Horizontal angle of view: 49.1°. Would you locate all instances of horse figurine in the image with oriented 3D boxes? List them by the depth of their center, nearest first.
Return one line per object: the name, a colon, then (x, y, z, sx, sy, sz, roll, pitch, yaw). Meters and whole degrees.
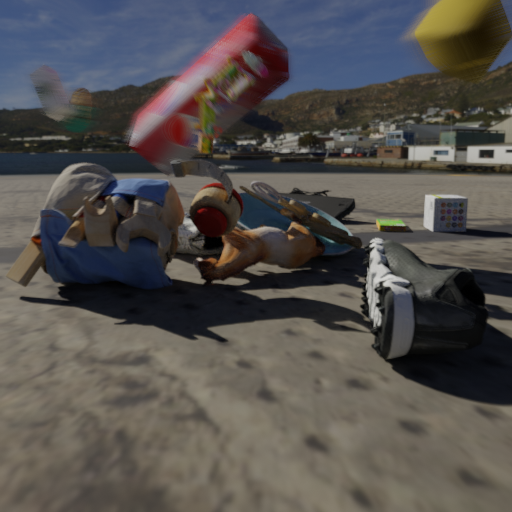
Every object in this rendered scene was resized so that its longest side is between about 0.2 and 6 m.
horse figurine: (0.131, -0.236, 9.330, 2.761, 0.689, 1.830, 1, 28, -27)

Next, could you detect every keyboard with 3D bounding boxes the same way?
keyboard: (1.434, -1.337, 16.827, 3.628, 0.719, 1.888, 13, 39, 45)

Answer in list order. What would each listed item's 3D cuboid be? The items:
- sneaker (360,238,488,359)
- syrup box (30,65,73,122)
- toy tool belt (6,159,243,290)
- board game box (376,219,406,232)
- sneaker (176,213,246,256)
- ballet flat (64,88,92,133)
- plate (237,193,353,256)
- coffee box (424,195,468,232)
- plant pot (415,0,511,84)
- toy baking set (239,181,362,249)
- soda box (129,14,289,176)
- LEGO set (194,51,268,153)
sneaker: (1.814, 0.432, 6.183, 1.214, 0.892, 2.684, 4, 15, 6)
syrup box: (-3.913, -3.109, 10.694, 0.377, 0.958, 0.390, -28, -13, 13)
toy tool belt: (-1.834, -0.191, 7.942, 3.068, 1.916, 1.886, 0, 41, 16)
board game box: (3.450, -0.799, 14.395, 0.643, 0.202, 1.345, 2, 13, 9)
sneaker: (-1.320, -0.386, 10.785, 2.204, 0.828, 0.893, 0, 19, 5)
ballet flat: (-3.874, -3.213, 12.305, 0.558, 0.516, 1.582, 5, -12, -28)
plate: (0.639, -0.569, 11.057, 2.663, 0.340, 2.663, 14, 24, -7)
coffee box: (4.751, -1.077, 14.060, 0.836, 0.844, 0.846, 0, 11, 2)
plant pot: (2.878, -3.172, 8.029, 0.940, 0.933, 0.961, 41, -6, -40)
toy baking set: (0.867, -0.817, 10.489, 2.494, 0.290, 1.914, 28, -3, 44)
soda box: (-1.079, -3.431, 12.259, 3.796, 1.203, 1.329, -32, 37, 30)
LEGO set: (-0.521, -2.632, 9.827, 0.915, 1.989, 0.740, 15, 23, -52)
